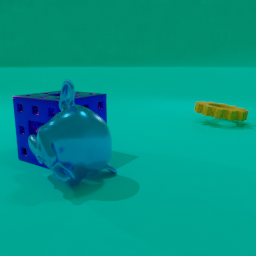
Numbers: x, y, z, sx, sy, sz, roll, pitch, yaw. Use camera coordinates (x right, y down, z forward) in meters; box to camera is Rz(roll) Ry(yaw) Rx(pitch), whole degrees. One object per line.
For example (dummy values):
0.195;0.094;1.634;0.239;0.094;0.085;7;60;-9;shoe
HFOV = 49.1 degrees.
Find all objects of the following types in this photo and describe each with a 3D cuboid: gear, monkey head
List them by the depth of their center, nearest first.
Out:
-0.849;0.192;4.129;1.030;1.710;1.230;-40;33;-27;monkey head
2.686;-0.502;8.120;1.448;0.268;1.448;7;14;-2;gear

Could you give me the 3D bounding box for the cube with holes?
-1.211;-0.028;5.194;1.182;1.182;1.182;9;16;32;cube with holes
